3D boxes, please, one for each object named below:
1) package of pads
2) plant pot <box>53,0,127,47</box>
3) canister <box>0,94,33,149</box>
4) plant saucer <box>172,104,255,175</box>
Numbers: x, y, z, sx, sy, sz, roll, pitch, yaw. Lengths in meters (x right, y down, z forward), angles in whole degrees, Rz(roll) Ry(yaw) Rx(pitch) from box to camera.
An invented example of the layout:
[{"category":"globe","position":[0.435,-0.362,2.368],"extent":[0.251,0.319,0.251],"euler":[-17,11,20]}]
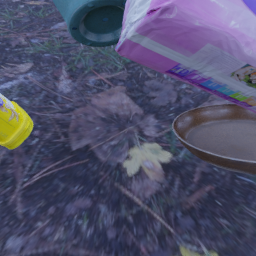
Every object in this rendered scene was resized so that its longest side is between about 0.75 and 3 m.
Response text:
[{"category":"package of pads","position":[1.306,-1.264,3.380],"extent":[2.852,1.079,1.719],"euler":[16,69,-25]},{"category":"plant pot","position":[-0.593,-2.710,5.290],"extent":[2.062,2.062,1.937],"euler":[-9,73,-9]},{"category":"canister","position":[-1.368,-0.234,2.590],"extent":[0.369,0.852,0.633],"euler":[-48,44,-6]},{"category":"plant saucer","position":[1.875,0.120,4.385],"extent":[2.337,0.375,2.337],"euler":[-3,21,1]}]
